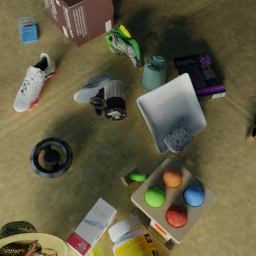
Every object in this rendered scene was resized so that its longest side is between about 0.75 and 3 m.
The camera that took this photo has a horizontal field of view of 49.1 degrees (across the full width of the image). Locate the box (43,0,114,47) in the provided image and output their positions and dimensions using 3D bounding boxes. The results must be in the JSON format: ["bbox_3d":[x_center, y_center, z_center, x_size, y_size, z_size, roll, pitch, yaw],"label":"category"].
[{"bbox_3d":[-2.473,-6.091,13.722,2.348,2.373,2.860,-34,66,-18],"label":"box"}]

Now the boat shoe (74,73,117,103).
[{"bbox_3d":[-1.505,-1.821,12.245,2.092,0.742,0.730,-32,55,-19],"label":"boat shoe"}]

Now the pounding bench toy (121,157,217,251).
[{"bbox_3d":[0.929,2.088,9.040,2.931,2.286,1.821,39,67,20],"label":"pounding bench toy"}]

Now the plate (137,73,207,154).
[{"bbox_3d":[1.737,-0.586,11.050,2.422,0.392,2.427,-30,105,-16],"label":"plate"}]

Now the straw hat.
[{"bbox_3d":[-3.236,3.436,8.301,2.781,2.781,1.177,-19,44,-10],"label":"straw hat"}]

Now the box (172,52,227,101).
[{"bbox_3d":[3.160,-2.319,12.671,1.731,0.437,2.421,-11,62,-7],"label":"box"}]

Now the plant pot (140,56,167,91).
[{"bbox_3d":[1.183,-2.422,12.286,1.224,1.199,1.224,0,60,-1],"label":"plant pot"}]

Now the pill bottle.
[{"bbox_3d":[0.290,3.941,8.574,1.251,1.251,2.190,-22,63,-12],"label":"pill bottle"}]

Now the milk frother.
[{"bbox_3d":[-0.805,-1.289,11.421,1.428,1.582,1.489,-6,60,2],"label":"milk frother"}]

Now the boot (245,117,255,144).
[{"bbox_3d":[5.214,-0.038,11.293,0.528,0.541,1.435,27,62,17],"label":"boot"}]

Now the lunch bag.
[{"bbox_3d":[1.951,0.457,10.934,1.085,0.410,0.869,-34,78,-15],"label":"lunch bag"}]

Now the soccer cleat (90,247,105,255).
[{"bbox_3d":[-0.908,4.567,8.496,0.584,0.755,1.805,-4,60,-2],"label":"soccer cleat"}]

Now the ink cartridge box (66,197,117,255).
[{"bbox_3d":[-1.133,3.204,8.993,0.722,1.245,1.687,36,66,14],"label":"ink cartridge box"}]

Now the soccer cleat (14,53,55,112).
[{"bbox_3d":[-4.064,-1.977,12.011,0.982,1.220,2.863,20,61,11],"label":"soccer cleat"}]

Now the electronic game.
[{"bbox_3d":[-2.922,1.131,10.717,1.621,0.337,1.621,1,68,-2],"label":"electronic game"}]

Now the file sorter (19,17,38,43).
[{"bbox_3d":[-5.027,-4.923,14.034,0.762,0.673,1.098,-12,61,-6],"label":"file sorter"}]

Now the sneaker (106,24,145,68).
[{"bbox_3d":[-0.118,-3.685,13.209,1.191,1.091,2.795,-31,55,-2],"label":"sneaker"}]
